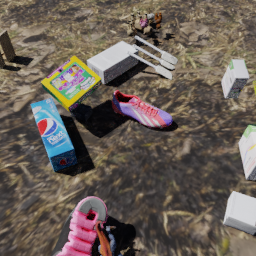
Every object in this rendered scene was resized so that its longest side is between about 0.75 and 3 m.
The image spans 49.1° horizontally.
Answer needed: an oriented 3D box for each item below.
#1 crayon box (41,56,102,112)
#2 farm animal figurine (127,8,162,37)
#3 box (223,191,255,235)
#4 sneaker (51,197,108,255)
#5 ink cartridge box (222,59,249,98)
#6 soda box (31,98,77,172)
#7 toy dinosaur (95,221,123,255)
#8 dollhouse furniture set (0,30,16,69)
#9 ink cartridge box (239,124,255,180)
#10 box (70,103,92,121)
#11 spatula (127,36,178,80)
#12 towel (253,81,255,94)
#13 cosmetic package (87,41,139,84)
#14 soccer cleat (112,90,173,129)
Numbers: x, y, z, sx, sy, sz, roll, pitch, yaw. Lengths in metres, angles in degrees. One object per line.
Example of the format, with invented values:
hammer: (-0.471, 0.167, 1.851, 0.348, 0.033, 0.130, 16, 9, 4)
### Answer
crayon box: (-2.161, -1.731, 10.869, 1.527, 0.516, 1.770, 42, 70, 10)
farm animal figurine: (0.781, -5.741, 15.767, 2.238, 1.167, 2.213, -19, 39, -13)
box: (3.633, 2.672, 8.824, 0.965, 0.630, 0.960, 18, 52, 15)
sneaker: (-1.634, 3.375, 8.048, 1.174, 1.418, 2.972, 34, 70, -20)
ink cartridge box: (3.530, -1.600, 9.280, 0.455, 1.085, 0.785, 1, 59, 0)
soda box: (-2.866, 0.182, 10.726, 0.917, 0.970, 2.859, -20, 53, -17)
toy dinosaur: (-0.647, 3.555, 7.720, 0.857, 1.632, 1.481, -21, 51, 17)
dollhouse furniture set: (-7.032, -3.938, 13.930, 1.785, 1.455, 1.698, 15, 51, 12)
ink cartridge box: (4.573, 1.019, 9.840, 0.700, 1.218, 2.079, 5, 49, 2)
box: (-1.970, -0.702, 11.858, 0.752, 0.403, 0.558, 19, 52, 16)
spatula: (1.244, -3.526, 13.849, 2.520, 0.202, 1.752, 27, 57, -7)
towel: (6.107, -1.833, 13.037, 0.425, 0.089, 0.988, 6, 50, 6)
cosmetic package: (-0.700, -3.240, 13.731, 2.374, 0.846, 1.204, -37, 59, -27)
soccer cleat: (0.553, -0.768, 11.509, 2.677, 1.023, 0.893, 20, 52, 17)
